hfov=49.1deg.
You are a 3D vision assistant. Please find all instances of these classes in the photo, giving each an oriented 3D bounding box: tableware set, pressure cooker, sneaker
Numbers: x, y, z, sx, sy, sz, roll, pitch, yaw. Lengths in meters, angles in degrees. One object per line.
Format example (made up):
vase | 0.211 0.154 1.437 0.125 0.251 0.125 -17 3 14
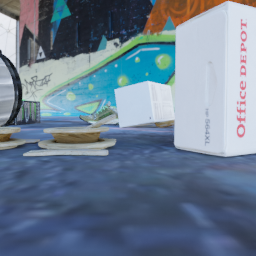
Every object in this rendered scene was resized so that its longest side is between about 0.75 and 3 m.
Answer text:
tableware set | -1.344 0.046 3.906 2.334 0.468 1.543 0 3 1
pressure cooker | -2.665 -0.602 4.728 1.508 1.531 1.714 -45 -11 27
sneaker | -1.002 -0.651 12.095 2.240 0.993 0.861 -1 3 -20

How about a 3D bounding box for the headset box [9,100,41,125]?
headset box | -5.246 -0.703 12.430 2.004 1.067 2.301 1 3 10

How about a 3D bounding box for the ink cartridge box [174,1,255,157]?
ink cartridge box | 1.810 -0.558 3.861 2.296 1.676 0.968 -1 3 -27

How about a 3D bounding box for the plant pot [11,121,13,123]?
plant pot | -5.986 -1.237 9.608 2.510 2.830 2.823 -13 3 2

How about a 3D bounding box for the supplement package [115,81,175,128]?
supplement package | 0.629 -0.782 9.801 1.343 1.333 1.769 -9 -2 31

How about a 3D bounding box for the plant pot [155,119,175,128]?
plant pot | 1.510 -0.174 9.321 1.250 0.172 1.250 -10 -3 -1
